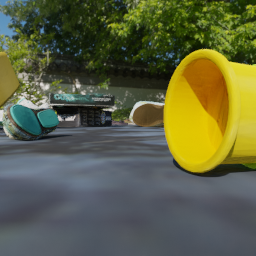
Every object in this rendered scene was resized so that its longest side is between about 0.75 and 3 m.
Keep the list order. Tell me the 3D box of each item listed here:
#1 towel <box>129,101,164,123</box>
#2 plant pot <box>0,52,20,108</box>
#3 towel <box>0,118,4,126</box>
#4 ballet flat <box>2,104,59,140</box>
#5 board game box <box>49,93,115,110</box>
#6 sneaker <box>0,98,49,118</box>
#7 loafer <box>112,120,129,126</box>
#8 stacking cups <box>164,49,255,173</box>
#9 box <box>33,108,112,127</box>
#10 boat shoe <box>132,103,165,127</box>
[{"bbox_3d":[1.264,-0.570,10.579,2.238,0.539,1.916,3,15,7],"label":"towel"},{"bbox_3d":[-2.939,-1.001,5.687,1.143,1.143,1.008,10,38,36],"label":"plant pot"},{"bbox_3d":[-3.663,-0.212,7.730,2.094,0.245,1.597,5,2,-11],"label":"towel"},{"bbox_3d":[-0.945,-0.019,2.600,0.357,0.357,0.962,0,-1,8],"label":"ballet flat"},{"bbox_3d":[-1.638,-0.865,9.499,1.915,0.399,2.831,0,2,-14],"label":"board game box"},{"bbox_3d":[-4.172,-0.613,10.698,2.493,1.103,0.938,-1,3,-44],"label":"sneaker"},{"bbox_3d":[-0.455,-0.268,13.370,0.973,0.306,0.350,0,1,-7],"label":"loafer"},{"bbox_3d":[0.728,-0.044,1.035,1.191,0.360,0.360,0,1,-22],"label":"stacking cups"},{"bbox_3d":[-2.130,-0.365,10.154,2.283,0.631,2.849,1,2,17],"label":"box"},{"bbox_3d":[1.069,-0.349,8.780,0.728,0.811,2.192,19,-12,-42],"label":"boat shoe"}]
